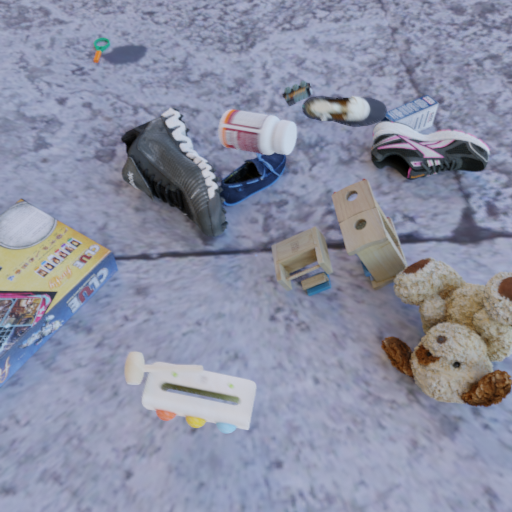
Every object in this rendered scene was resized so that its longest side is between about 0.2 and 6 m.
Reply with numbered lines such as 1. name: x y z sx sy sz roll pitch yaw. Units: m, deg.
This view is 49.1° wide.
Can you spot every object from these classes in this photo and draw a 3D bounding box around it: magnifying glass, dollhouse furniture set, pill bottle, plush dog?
1. magnifying glass: -4.131 -5.439 14.799 0.418 0.118 1.049 1 51 0
2. dollhouse furniture set: 1.483 -0.143 10.196 1.999 1.409 1.401 -23 49 19
3. pill bottle: 0.025 -2.102 9.608 1.220 0.669 0.669 15 53 23
4. plush dog: 3.209 1.363 8.859 2.350 1.886 2.019 15 64 47

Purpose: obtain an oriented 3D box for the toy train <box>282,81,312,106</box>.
1. toy train: 0.917 -3.585 12.380 0.682 0.291 0.389 -18 68 12

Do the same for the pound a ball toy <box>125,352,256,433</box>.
1. pound a ball toy: -0.908 1.922 7.656 1.746 1.138 0.742 11 68 2

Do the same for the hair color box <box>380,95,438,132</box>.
1. hair color box: 3.409 -3.060 12.604 1.321 0.661 0.400 -25 57 -19

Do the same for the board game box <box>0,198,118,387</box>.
1. board game box: -4.519 0.736 9.712 2.405 0.614 3.551 28 57 20

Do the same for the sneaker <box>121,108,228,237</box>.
1. sneaker: -1.753 -1.535 11.156 1.656 1.216 3.660 -20 52 -11

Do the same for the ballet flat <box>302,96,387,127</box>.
1. ballet flat: 1.649 -2.782 10.688 1.626 0.594 0.594 8 52 16

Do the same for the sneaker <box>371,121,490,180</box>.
1. sneaker: 3.560 -2.007 11.782 2.432 0.977 1.050 12 65 19

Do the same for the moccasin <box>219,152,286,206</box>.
1. moccasin: -0.009 -1.698 11.580 0.736 0.624 1.829 33 59 23
